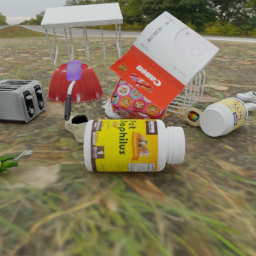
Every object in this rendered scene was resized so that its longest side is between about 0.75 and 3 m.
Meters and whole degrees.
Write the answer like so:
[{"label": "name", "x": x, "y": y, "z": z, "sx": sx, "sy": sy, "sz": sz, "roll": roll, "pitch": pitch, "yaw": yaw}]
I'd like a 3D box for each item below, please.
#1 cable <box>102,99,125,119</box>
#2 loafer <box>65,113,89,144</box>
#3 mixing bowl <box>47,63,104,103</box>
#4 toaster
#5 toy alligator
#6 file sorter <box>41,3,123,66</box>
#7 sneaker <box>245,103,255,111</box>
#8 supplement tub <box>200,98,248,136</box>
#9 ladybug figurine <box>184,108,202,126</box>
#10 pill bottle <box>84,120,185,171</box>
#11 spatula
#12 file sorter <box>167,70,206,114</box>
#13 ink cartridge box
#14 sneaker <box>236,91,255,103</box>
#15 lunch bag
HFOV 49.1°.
[{"label": "cable", "x": -0.445, "y": -0.852, "z": 12.056, "sx": 1.115, "sy": 0.386, "sz": 1.116, "roll": -28, "pitch": 57, "yaw": -14}, {"label": "loafer", "x": -1.811, "y": -0.190, "z": 10.490, "sx": 0.865, "sy": 0.780, "sz": 2.286, "roll": -12, "pitch": 26, "yaw": -25}, {"label": "mixing bowl", "x": -2.836, "y": -2.539, "z": 14.944, "sx": 2.998, "sy": 1.624, "sz": 2.998, "roll": 0, "pitch": 22, "yaw": 0}, {"label": "toaster", "x": -4.951, "y": -1.181, "z": 12.046, "sx": 2.332, "sy": 1.384, "sz": 2.109, "roll": 3, "pitch": 23, "yaw": 9}, {"label": "toy alligator", "x": -3.670, "y": 1.107, "z": 7.823, "sx": 2.102, "sy": 0.505, "sz": 0.697, "roll": -14, "pitch": -5, "yaw": -28}, {"label": "file sorter", "x": -1.327, "y": -2.916, "z": 8.770, "sx": 2.257, "sy": 1.405, "sz": 1.566, "roll": -6, "pitch": 40, "yaw": -3}, {"label": "sneaker", "x": 5.295, "y": -0.877, "z": 12.665, "sx": 1.070, "sy": 0.409, "sz": 0.432, "roll": 0, "pitch": 34, "yaw": 13}, {"label": "supplement tub", "x": 3.571, "y": -0.410, "z": 10.473, "sx": 1.664, "sy": 1.209, "sz": 1.209, "roll": -21, "pitch": 31, "yaw": -40}, {"label": "ladybug figurine", "x": 2.719, "y": -0.405, "z": 11.291, "sx": 0.360, "sy": 0.679, "sz": 1.001, "roll": 25, "pitch": 14, "yaw": -48}, {"label": "pill bottle", "x": 0.177, "y": 0.498, "z": 7.996, "sx": 2.708, "sy": 1.479, "sz": 1.479, "roll": 0, "pitch": 23, "yaw": 0}, {"label": "spatula", "x": -1.494, "y": -0.973, "z": 7.286, "sx": 0.467, "sy": 1.652, "sz": 0.170, "roll": -1, "pitch": -18, "yaw": 22}, {"label": "file sorter", "x": 2.465, "y": -1.864, "z": 13.282, "sx": 1.542, "sy": 1.718, "sz": 2.476, "roll": 18, "pitch": 29, "yaw": 29}, {"label": "ink cartridge box", "x": 1.186, "y": -2.234, "z": 8.920, "sx": 2.287, "sy": 0.803, "sz": 2.814, "roll": 40, "pitch": 62, "yaw": 11}, {"label": "sneaker", "x": 6.211, "y": -1.631, "z": 14.215, "sx": 1.385, "sy": 0.490, "sz": 0.506, "roll": 21, "pitch": 31, "yaw": 40}, {"label": "lunch bag", "x": 0.597, "y": -1.280, "z": 11.430, "sx": 2.270, "sy": 0.930, "sz": 1.999, "roll": 17, "pitch": 66, "yaw": 13}]
